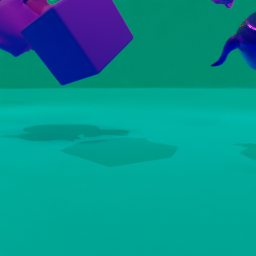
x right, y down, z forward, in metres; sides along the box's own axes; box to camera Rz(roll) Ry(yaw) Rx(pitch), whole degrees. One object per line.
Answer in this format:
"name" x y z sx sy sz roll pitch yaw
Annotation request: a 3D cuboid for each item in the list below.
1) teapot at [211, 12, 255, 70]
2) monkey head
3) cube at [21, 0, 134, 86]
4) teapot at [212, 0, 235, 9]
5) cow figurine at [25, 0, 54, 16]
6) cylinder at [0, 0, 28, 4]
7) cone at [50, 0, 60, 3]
"teapot" 1.648 -0.967 3.252 1.348 0.660 0.838 -4 44 16
"monkey head" -2.615 -2.321 6.497 1.179 1.957 1.408 29 3 -42
"cube" -0.938 -1.767 5.319 1.275 1.275 1.275 -5 39 47
"teapot" 2.667 -4.009 7.936 1.152 0.907 1.853 27 5 38
"cow figurine" -1.858 -2.912 7.349 1.645 0.903 1.619 2 38 -9
"cylinder" -3.126 -3.738 7.936 1.323 1.323 1.323 24 -11 5
"cone" -1.026 -2.853 6.198 0.966 0.963 0.963 33 -13 -36
